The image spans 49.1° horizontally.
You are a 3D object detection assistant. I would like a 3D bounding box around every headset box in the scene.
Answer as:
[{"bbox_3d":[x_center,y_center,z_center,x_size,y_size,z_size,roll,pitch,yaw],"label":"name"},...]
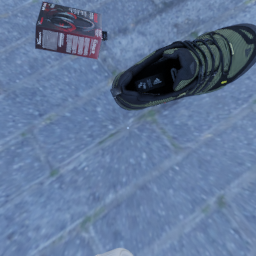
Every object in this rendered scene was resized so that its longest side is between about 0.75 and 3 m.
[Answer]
[{"bbox_3d":[-0.775,-1.387,4.005,0.975,0.366,0.725,7,47,-13],"label":"headset box"}]

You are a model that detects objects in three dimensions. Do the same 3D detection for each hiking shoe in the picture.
[{"bbox_3d":[0.995,-0.876,4.281,2.616,1.317,0.991,-24,98,3],"label":"hiking shoe"}]

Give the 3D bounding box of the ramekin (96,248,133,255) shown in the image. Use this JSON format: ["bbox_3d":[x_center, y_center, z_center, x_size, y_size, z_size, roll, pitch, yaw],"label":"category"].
[{"bbox_3d":[-0.073,1.783,3.188,0.391,0.839,0.839,-33,68,8],"label":"ramekin"}]
